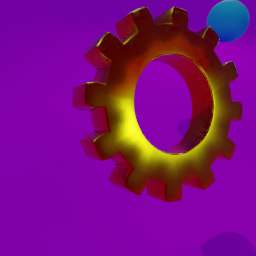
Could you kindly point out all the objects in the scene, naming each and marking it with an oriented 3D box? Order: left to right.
[{"bbox_3d":[0.435,-0.253,3.132,2.039,2.039,0.377,-22,10,-28],"label":"gear"},{"bbox_3d":[2.363,-2.526,6.648,0.952,0.952,0.952,0,36,0],"label":"ball"}]
